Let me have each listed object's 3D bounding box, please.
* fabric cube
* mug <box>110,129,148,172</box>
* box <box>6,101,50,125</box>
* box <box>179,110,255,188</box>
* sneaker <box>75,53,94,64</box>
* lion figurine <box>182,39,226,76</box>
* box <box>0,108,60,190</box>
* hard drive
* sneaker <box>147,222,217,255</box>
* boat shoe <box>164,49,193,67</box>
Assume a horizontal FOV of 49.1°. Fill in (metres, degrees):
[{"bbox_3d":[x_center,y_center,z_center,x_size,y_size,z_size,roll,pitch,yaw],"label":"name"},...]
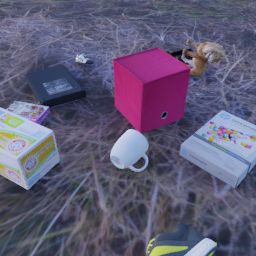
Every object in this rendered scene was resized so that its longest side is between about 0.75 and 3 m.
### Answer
[{"bbox_3d":[0.807,-1.429,10.237,2.022,2.054,2.061,-20,44,-23],"label":"fabric cube"},{"bbox_3d":[0.095,0.806,8.561,1.198,0.885,1.050,43,56,2],"label":"mug"},{"bbox_3d":[-3.855,-0.519,10.497,1.508,0.295,1.032,11,41,13],"label":"box"},{"bbox_3d":[3.227,0.541,9.051,1.983,0.524,2.544,32,48,33],"label":"box"},{"bbox_3d":[-2.123,-3.377,13.651,1.104,0.489,0.409,18,12,30],"label":"sneaker"},{"bbox_3d":[3.114,-2.910,12.157,1.631,2.663,0.965,22,78,6],"label":"lion figurine"},{"bbox_3d":[-3.531,0.524,8.455,2.524,1.279,1.420,20,44,23],"label":"box"},{"bbox_3d":[-3.139,-1.837,11.985,1.816,0.428,2.602,-20,44,-22],"label":"hard drive"},{"bbox_3d":[0.683,2.953,5.931,2.629,0.979,1.112,-17,36,-33],"label":"sneaker"},{"bbox_3d":[1.799,-3.278,13.329,2.711,0.850,0.992,-8,30,-5],"label":"boat shoe"}]
